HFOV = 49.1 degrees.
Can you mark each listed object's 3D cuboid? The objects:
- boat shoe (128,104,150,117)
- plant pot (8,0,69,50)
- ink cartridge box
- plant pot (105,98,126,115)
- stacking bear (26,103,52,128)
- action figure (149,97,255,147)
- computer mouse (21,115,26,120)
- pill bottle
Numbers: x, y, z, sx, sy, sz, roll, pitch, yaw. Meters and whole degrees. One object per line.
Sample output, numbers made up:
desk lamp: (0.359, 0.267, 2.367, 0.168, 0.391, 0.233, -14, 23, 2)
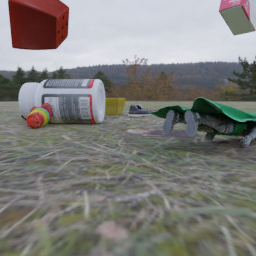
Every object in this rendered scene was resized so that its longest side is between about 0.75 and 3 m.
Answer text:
boat shoe: (0.567, -0.835, 12.960, 0.650, 0.561, 1.790, 3, 7, 28)
plant pot: (-2.829, -3.499, 9.294, 1.440, 1.634, 1.632, 17, 43, 1)
ink cartridge box: (2.671, -3.068, 6.567, 0.567, 1.371, 1.004, 2, -19, 43)
plant pot: (-0.715, -1.083, 13.975, 0.937, 0.826, 0.937, 3, 7, 24)
stacking bear: (-2.708, -0.303, 8.408, 0.660, 0.618, 1.087, -18, 15, 6)
action figure: (1.966, -0.055, 5.484, 2.786, 0.762, 1.646, 4, 2, -35)
computer mouse: (-3.616, -0.399, 11.058, 0.377, 0.219, 1.287, 10, 5, 40)
pill bottle: (-2.186, -0.911, 9.575, 2.626, 1.496, 1.496, 1, 7, 7)
